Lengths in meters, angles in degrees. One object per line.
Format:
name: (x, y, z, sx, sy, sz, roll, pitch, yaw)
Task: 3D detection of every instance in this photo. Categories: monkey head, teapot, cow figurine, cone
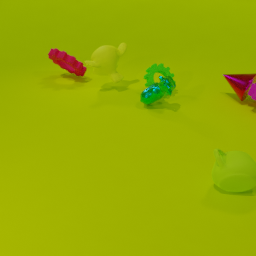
monkey head: (-0.642, -2.217, 9.652, 1.720, 1.036, 1.237, -33, 65, -24)
teapot: (2.027, 0.784, 5.248, 0.857, 1.379, 0.675, -31, 37, 37)
cow figurine: (0.858, -1.100, 8.374, 1.155, 0.634, 1.137, -31, 2, 7)
cone: (3.494, -1.519, 9.051, 0.978, 0.974, 0.974, 35, 42, 26)

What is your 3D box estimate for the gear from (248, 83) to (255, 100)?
gear: (4.580, -0.842, 8.272, 1.903, 0.352, 1.903, 13, 23, -6)

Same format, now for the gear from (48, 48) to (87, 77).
gear: (-2.321, -2.499, 10.750, 1.513, 0.280, 1.513, 26, -8, 4)

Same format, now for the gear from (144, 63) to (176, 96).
gear: (1.064, -1.605, 9.362, 1.103, 1.103, 0.204, -15, -2, -25)
